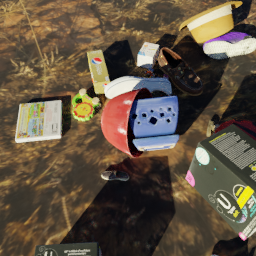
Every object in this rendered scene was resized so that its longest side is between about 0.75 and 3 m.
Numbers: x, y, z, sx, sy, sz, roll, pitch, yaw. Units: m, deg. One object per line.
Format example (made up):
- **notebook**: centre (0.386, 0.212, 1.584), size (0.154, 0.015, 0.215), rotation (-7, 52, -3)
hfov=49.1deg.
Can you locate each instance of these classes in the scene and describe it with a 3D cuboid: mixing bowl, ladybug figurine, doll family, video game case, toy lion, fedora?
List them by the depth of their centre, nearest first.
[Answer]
- **ladybug figurine**: centre (4.124, 0.596, 9.210), size (2.830, 1.018, 1.921), rotation (31, 58, 22)
- **mixing bowl**: centre (-0.091, -0.252, 9.276), size (1.240, 2.289, 2.289), rotation (9, 52, 23)
- **video game case**: centre (-3.275, -0.282, 10.426), size (1.589, 0.200, 1.746), rotation (-6, 53, -5)
- **toy lion**: centre (-1.710, -0.832, 10.784), size (1.172, 0.402, 1.123), rotation (36, 68, 25)
- **doll family**: centre (1.152, -1.983, 11.632), size (1.115, 0.503, 0.692), rotation (23, 43, 2)
- **fedora**: centre (3.867, -4.737, 12.901), size (2.960, 2.960, 1.207), rotation (-24, 99, -18)

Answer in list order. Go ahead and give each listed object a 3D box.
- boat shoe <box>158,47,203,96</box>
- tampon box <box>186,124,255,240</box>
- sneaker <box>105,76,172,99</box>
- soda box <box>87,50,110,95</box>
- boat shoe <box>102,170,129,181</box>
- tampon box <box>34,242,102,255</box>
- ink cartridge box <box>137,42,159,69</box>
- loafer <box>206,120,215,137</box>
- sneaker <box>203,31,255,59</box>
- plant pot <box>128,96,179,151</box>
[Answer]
- **boat shoe**: centre (2.126, -2.371, 11.604), size (0.902, 0.901, 2.563), rotation (-32, 60, -18)
- **tampon box**: centre (3.103, 1.444, 7.890), size (1.510, 1.792, 2.392), rotation (-24, 51, -26)
- **sneaker**: centre (0.450, -1.402, 10.789), size (2.652, 0.969, 0.939), rotation (-7, 47, -6)
- **soda box**: centre (-1.220, -2.355, 11.714), size (0.651, 0.688, 2.032), rotation (-10, 53, -7)
- **boat shoe**: centre (-0.408, 1.492, 8.982), size (0.895, 0.290, 0.322), rotation (7, 53, 5)
- **tampon box**: centre (-1.391, 3.884, 6.491), size (1.517, 1.278, 2.024), rotation (-2, 52, -1)
- **ink cartridge box**: centre (0.904, -3.202, 12.376), size (0.688, 0.676, 0.935), rotation (17, 54, 13)
- **loafer**: centre (3.011, 0.008, 10.140), size (0.254, 0.287, 0.755), rotation (12, 53, 16)
- **sneaker**: centre (4.520, -3.926, 12.901), size (2.545, 0.885, 1.266), rotation (-7, 48, -11)
- **plant pot**: centre (0.837, -0.056, 9.024), size (1.630, 1.630, 1.465), rotation (-6, 80, 4)
